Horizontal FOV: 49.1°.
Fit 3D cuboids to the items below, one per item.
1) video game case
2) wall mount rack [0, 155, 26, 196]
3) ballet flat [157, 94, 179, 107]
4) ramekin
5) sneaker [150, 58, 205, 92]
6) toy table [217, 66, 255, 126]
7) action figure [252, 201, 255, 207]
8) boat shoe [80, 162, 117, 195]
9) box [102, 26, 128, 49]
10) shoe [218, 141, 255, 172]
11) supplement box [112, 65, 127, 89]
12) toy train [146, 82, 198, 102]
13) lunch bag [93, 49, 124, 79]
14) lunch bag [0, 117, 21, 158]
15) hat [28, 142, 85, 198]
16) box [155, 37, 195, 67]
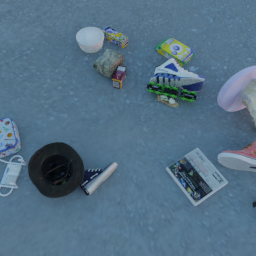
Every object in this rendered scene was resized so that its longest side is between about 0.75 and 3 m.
[{"bbox_3d":[2.494,1.736,10.230,1.540,0.198,1.694,-29,64,-17],"label":"video game case"},{"bbox_3d":[-4.515,1.569,10.090,1.401,0.601,1.613,6,58,4],"label":"wall mount rack"},{"bbox_3d":[1.697,-1.173,11.941,0.995,0.325,0.351,20,61,12],"label":"ballet flat"},{"bbox_3d":[-1.821,-4.260,13.665,1.343,0.626,1.343,0,58,-1],"label":"ramekin"},{"bbox_3d":[2.206,-2.441,12.354,2.362,0.954,1.364,6,61,6],"label":"sneaker"},{"bbox_3d":[5.082,-1.157,10.787,2.921,2.685,1.710,-26,48,-22],"label":"toy table"},{"bbox_3d":[4.640,2.839,9.380,0.578,0.497,0.973,-18,58,-23],"label":"action figure"},{"bbox_3d":[-1.134,1.626,10.051,0.717,0.578,1.547,42,68,14],"label":"boat shoe"},{"bbox_3d":[-0.650,-4.528,13.938,1.374,0.442,0.481,37,66,20],"label":"box"},{"bbox_3d":[4.451,0.977,10.372,2.294,0.819,1.043,11,57,1],"label":"shoe"},{"bbox_3d":[-0.372,-2.279,12.505,0.399,0.514,0.932,14,59,7],"label":"supplement box"},{"bbox_3d":[1.863,-1.533,11.984,2.207,0.622,0.460,14,93,8],"label":"toy train"},{"bbox_3d":[-0.889,-2.995,12.751,1.022,0.849,1.218,31,63,16],"label":"lunch bag"},{"bbox_3d":[-4.884,0.414,10.824,1.247,0.588,1.557,-19,59,-9],"label":"lunch bag"},{"bbox_3d":[-2.485,1.539,10.006,2.010,0.811,2.010,1,68,-2],"label":"hat"},{"bbox_3d":[2.224,-3.741,13.482,1.717,0.415,1.008,37,65,22],"label":"box"}]
